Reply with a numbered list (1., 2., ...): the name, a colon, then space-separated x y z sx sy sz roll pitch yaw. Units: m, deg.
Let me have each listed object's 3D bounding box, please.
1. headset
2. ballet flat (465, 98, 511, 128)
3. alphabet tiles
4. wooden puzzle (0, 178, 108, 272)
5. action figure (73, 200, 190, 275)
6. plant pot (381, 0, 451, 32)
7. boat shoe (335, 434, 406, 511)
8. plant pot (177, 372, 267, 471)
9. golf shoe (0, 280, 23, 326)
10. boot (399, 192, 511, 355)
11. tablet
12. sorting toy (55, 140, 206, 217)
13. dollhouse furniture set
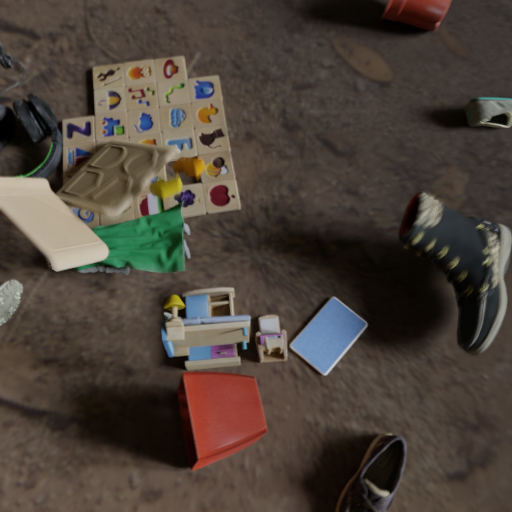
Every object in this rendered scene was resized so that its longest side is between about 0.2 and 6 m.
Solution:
1. headset: -4.766 -2.700 10.839 1.718 1.307 2.782 -9 76 -5
2. ballet flat: 5.270 -2.949 11.420 2.018 0.680 0.643 -6 92 -2
3. alphabet tiles: -2.248 -2.423 11.359 3.330 0.150 3.983 -8 65 -3
4. wooden puzzle: -3.275 -0.500 8.802 0.321 1.594 1.723 -43 86 15
5. action figure: -2.408 -0.144 9.938 2.440 0.667 1.441 -8 56 7
6. plant pot: 3.581 -5.611 12.332 1.207 1.241 1.241 24 67 2
7. boat shoe: 1.712 3.495 8.321 0.674 0.607 1.874 29 68 13
8. plant pot: -0.520 2.446 8.550 1.110 1.260 1.259 -7 65 -16
9. golf shoe: -4.737 1.014 9.497 0.816 0.657 1.678 25 66 18
10. boot: 3.160 0.232 9.236 1.840 0.879 2.436 24 66 -10
11. tablet: 1.250 1.363 9.612 0.794 0.083 1.221 39 72 16
12. sorting toy: -2.242 -1.339 9.979 2.636 0.353 1.964 15 52 35
13. dollhouse furniture set: -0.458 0.857 8.790 1.893 2.005 1.308 -5 66 -3
